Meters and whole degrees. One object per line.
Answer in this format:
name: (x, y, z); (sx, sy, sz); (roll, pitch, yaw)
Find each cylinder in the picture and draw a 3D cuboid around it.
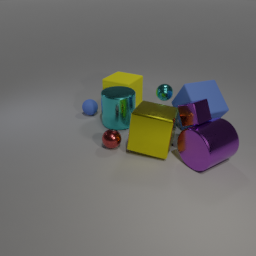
cylinder: (-0.390, -0.843, 11.529); (1.400, 1.400, 1.400); (0, 28, 0)
cylinder: (2.565, 0.502, 9.031); (1.400, 1.400, 1.400); (-18, 33, -30)

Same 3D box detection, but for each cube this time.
cube: (-0.231, -1.711, 13.138); (1.400, 1.400, 1.400); (15, 32, 26)
cube: (2.781, -0.867, 11.017); (1.400, 1.400, 1.400); (-11, 68, -19)
cube: (2.152, -0.494, 9.048); (0.700, 0.700, 0.700); (-19, 7, -35)
cube: (0.890, 0.017, 9.702); (1.400, 1.400, 1.400); (13, 26, 13)

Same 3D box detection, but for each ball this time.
ball: (1.492, -1.456, 11.451); (0.700, 0.700, 0.700); (0, 28, 0)
ball: (-0.581, 0.380, 9.993); (0.700, 0.700, 0.700); (0, 28, 0)
ball: (-1.676, -0.928, 12.386); (0.700, 0.700, 0.700); (0, 28, 0)
